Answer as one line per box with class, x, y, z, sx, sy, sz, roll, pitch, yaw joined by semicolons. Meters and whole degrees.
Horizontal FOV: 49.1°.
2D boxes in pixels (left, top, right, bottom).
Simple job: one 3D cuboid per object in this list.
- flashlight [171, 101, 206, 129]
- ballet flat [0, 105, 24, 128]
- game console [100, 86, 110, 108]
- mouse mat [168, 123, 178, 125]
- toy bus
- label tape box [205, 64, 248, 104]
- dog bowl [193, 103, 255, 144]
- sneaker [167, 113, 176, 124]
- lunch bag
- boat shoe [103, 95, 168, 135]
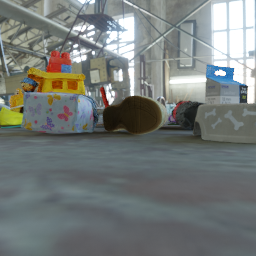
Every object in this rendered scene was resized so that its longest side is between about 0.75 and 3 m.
flashlight;1.991;-0.467;8.907;0.967;0.963;2.844;4;2;2
ballet flat;-3.035;-0.408;9.249;2.316;0.776;0.774;-2;3;-35
game console;-0.435;-0.913;11.641;1.699;1.170;1.971;14;4;-9
mouse mat;2.312;-0.153;11.511;1.353;0.051;1.089;1;3;5
toy bus;-3.112;-1.518;10.906;2.994;2.874;2.031;-3;5;-27
label tape box;3.489;-1.136;9.846;1.543;2.154;0.712;-2;5;-33
dog bowl;2.262;-0.120;5.135;2.163;0.634;2.163;1;3;0
sneaker;2.284;-0.389;11.676;1.309;0.526;0.579;-6;12;-27
lunch bag;-1.473;-0.343;6.416;1.297;0.972;1.529;4;-3;12
boat shoe;0.220;-0.270;6.432;0.760;0.845;2.341;-3;-1;-30
